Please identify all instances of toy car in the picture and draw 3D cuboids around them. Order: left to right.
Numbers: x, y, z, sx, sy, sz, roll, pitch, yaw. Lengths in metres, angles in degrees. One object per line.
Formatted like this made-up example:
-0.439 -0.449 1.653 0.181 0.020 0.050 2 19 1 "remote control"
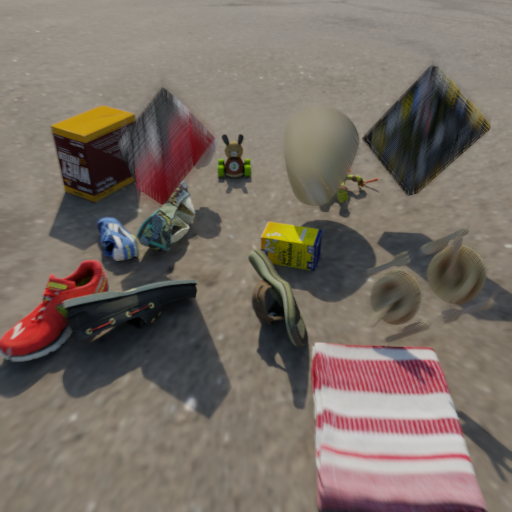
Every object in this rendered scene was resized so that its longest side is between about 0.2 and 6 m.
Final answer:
-0.545 -2.493 13.708 0.816 0.994 0.784 -1 33 -1 "toy car"

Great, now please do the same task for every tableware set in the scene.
2.432 0.442 8.305 0.379 1.889 1.249 7 64 -43 "tableware set"

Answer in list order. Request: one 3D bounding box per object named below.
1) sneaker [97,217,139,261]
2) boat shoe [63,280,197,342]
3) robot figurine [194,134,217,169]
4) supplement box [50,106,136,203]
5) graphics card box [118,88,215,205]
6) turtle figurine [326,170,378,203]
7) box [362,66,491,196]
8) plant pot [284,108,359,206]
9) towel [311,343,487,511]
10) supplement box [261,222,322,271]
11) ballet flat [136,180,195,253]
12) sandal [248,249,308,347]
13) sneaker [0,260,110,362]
-2.847 -0.341 11.036 0.564 0.507 1.372 -27 42 -30 "sneaker"
-1.953 0.843 9.181 2.296 0.719 0.840 -12 -5 -37 "boat shoe"
-1.197 -2.346 12.425 0.519 0.919 0.779 44 52 13 "robot figurine"
-3.647 -2.387 12.998 1.075 1.619 1.597 20 39 26 "supplement box"
-1.694 -2.048 10.122 0.600 1.480 2.359 34 11 -35 "graphics card box"
1.959 -1.722 12.994 1.671 0.538 1.347 9 35 12 "turtle figurine"
3.361 -2.466 11.288 0.504 2.041 1.629 -15 65 -47 "box"
1.241 -1.845 11.272 1.576 1.576 1.683 5 47 8 "plant pot"
1.752 2.165 7.566 1.956 0.309 2.716 2 34 2 "towel"
0.672 -0.188 10.716 1.086 0.591 0.595 9 36 13 "supplement box"
-1.706 -0.789 11.591 0.868 0.868 2.340 8 36 11 "ballet flat"
0.248 0.746 9.260 0.678 0.944 2.378 -26 32 -5 "sandal"
-3.267 0.783 8.994 0.854 0.941 2.217 16 37 21 "sneaker"
